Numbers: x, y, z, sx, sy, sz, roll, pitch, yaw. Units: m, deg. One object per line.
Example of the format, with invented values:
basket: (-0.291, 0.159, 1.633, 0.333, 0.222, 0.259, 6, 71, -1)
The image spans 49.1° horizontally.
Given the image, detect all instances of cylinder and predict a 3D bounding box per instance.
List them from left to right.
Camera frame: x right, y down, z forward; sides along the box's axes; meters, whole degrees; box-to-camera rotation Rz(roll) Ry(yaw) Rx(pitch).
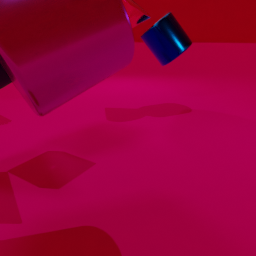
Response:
cylinder: (-0.837, -1.033, 3.327, 1.342, 1.342, 1.342, -34, 30, -17)
cylinder: (1.351, -3.118, 9.887, 1.334, 1.334, 1.334, -38, 12, 10)

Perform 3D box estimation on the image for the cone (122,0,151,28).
cone: (-0.286, -3.670, 9.791, 1.563, 1.569, 1.563, 31, 26, -17)

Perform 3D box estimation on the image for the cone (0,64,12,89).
cone: (-1.945, -1.106, 4.512, 1.471, 1.466, 1.466, 19, 26, 31)
